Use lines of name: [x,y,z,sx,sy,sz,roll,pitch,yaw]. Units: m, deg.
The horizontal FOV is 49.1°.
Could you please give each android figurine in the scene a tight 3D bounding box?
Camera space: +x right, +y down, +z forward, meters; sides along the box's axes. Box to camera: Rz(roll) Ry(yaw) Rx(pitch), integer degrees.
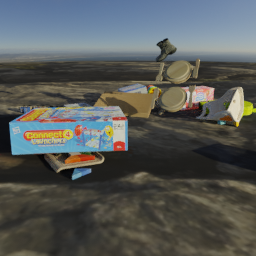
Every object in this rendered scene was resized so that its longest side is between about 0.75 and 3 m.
android figurine: [4.298,-0.857,12.079,2.317,0.476,2.109,0,18,1]

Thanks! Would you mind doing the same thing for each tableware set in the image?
tableware set: [1.856,-1.573,10.807,1.621,0.491,2.452,0,58,26]

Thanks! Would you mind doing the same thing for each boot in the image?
boot: [1.176,-2.709,9.653,0.926,0.605,0.314,-25,38,43]

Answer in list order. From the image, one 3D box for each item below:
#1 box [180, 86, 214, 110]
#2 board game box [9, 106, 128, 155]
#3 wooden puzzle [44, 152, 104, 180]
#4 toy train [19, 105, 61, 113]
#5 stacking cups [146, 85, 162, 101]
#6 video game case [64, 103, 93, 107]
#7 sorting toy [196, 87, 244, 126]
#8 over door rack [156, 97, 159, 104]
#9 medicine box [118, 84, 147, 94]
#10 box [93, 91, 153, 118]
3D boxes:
box: [3.010,-1.436,13.190,1.854,0.951,0.878,-8,19,-21]
board game box: [-1.591,-0.052,8.358,2.900,0.828,2.962,-1,11,-7]
wooden puzzle: [-1.438,0.729,7.336,1.373,0.238,2.035,-13,22,-36]
toy train: [-3.889,-0.800,12.258,1.856,0.317,0.425,1,29,2]
stacking cups: [1.376,-2.011,15.810,0.702,0.702,2.320,-1,12,-3]
video game case: [-2.299,-0.976,13.077,1.065,0.129,1.168,-10,20,-30]
sorting toy: [3.514,-0.692,10.855,1.577,0.936,1.752,-3,34,38]
over door rack: [1.316,-1.359,14.066,0.812,0.366,1.099,-15,8,-41]
medicine box: [0.238,-1.753,14.305,1.168,0.660,1.283,-17,20,-13]
box: [-0.160,-1.089,12.523,2.495,0.265,2.039,5,31,12]
